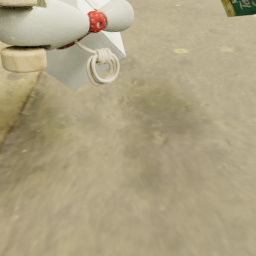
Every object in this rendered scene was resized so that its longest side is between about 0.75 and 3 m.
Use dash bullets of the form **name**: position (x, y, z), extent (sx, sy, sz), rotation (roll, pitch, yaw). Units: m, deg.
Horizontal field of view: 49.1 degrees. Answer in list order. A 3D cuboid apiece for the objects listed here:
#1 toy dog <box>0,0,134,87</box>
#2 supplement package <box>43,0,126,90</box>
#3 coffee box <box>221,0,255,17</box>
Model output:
- **toy dog**: position (-0.944, -1.378, 3.648), extent (0.987, 1.351, 2.048), rotation (30, 19, 34)
- **supplement package**: position (-1.276, -2.495, 6.218), extent (1.538, 1.533, 2.623), rotation (-27, 56, 22)
- **coffee box**: position (3.195, -3.290, 6.285), extent (2.456, 1.510, 0.540), rotation (19, 72, 45)
